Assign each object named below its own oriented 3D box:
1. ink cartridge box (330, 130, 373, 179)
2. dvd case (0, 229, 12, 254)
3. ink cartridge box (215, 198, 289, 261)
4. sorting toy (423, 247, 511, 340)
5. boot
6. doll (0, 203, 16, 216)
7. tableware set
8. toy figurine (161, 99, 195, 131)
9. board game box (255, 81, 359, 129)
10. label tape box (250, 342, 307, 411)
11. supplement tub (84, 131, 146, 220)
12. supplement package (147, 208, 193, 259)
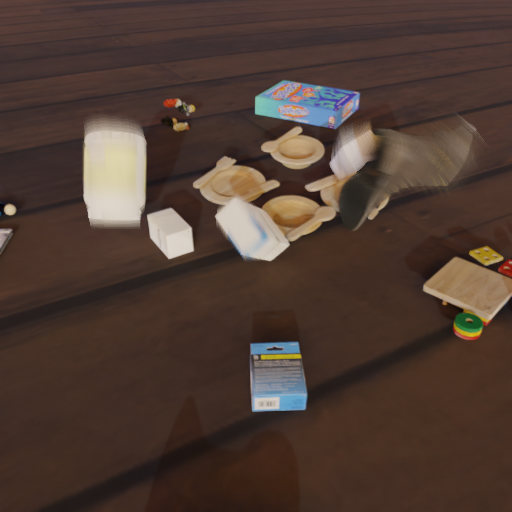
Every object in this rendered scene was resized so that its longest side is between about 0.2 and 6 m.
[{"bbox_3d":[1.961,-1.999,11.141,0.714,0.975,0.419,-32,84,-11],"label":"ink cartridge box"},{"bbox_3d":[-5.177,0.029,9.778,1.297,0.139,1.744,-2,33,-2],"label":"dvd case"},{"bbox_3d":[-0.046,-0.410,9.227,0.829,0.478,1.143,54,16,19],"label":"ink cartridge box"},{"bbox_3d":[3.374,0.551,8.768,1.084,0.380,2.248,27,42,34],"label":"sorting toy"},{"bbox_3d":[2.748,-1.370,10.141,2.025,2.326,0.805,-4,50,-28],"label":"boot"},{"bbox_3d":[-5.322,-0.918,11.099,1.064,0.258,0.726,-3,35,-4],"label":"doll"},{"bbox_3d":[0.751,-1.461,11.415,3.013,0.418,3.607,-30,49,-29],"label":"tableware set"},{"bbox_3d":[-2.075,-3.744,14.914,0.783,0.796,0.554,26,25,29],"label":"toy figurine"},{"bbox_3d":[1.472,-4.366,16.028,2.455,0.552,1.867,16,37,22],"label":"board game box"},{"bbox_3d":[0.269,1.565,7.312,0.680,0.298,0.943,-1,34,-2],"label":"label tape box"},{"bbox_3d":[-2.507,-1.393,9.963,1.064,1.467,1.064,1,0,0],"label":"supplement tub"},{"bbox_3d":[-1.553,-0.415,10.117,0.505,0.504,0.862,-19,38,-26],"label":"supplement package"}]
